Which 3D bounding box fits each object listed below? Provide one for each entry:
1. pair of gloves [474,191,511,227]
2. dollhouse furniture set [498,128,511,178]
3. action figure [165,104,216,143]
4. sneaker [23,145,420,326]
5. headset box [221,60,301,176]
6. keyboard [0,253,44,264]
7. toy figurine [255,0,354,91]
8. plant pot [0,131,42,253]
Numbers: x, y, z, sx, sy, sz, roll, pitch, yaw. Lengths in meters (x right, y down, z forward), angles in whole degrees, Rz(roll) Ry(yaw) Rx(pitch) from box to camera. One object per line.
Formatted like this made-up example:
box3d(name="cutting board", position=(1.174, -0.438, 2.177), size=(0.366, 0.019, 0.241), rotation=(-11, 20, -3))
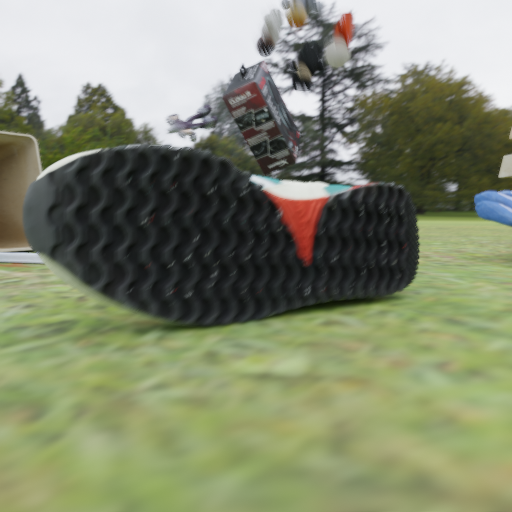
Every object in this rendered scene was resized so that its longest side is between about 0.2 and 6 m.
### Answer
box3d(name="pair of gloves", position=(5.402, -0.449, 8.439), size=(3.806, 0.434, 3.060), rotation=(0, 23, -15))
box3d(name="dollhouse furniture set", position=(5.589, -1.253, 9.747), size=(2.076, 2.369, 1.574), rotation=(13, 4, -4))
box3d(name="action figure", position=(-1.399, -2.756, 11.810), size=(1.223, 0.796, 0.424), rotation=(-31, -9, -36))
box3d(name="sneaker", position=(-0.246, -0.104, 4.705), size=(3.433, 1.209, 1.605), rotation=(0, -3, -36))
box3d(name="headset box", position=(0.137, -3.480, 13.631), size=(0.939, 2.430, 1.809), rotation=(-19, 28, 20))
box3d(name="keyboard", position=(-3.119, 0.047, 8.663), size=(3.199, 0.171, 0.900), rotation=(2, 0, 16))
box3d(name="toy figurine", position=(0.497, -2.266, 5.859), size=(0.886, 0.626, 0.900), rotation=(32, -28, -27))
box3d(name="plant pot", position=(-5.537, -1.022, 10.532), size=(1.999, 2.258, 2.255), rotation=(-11, -1, 28))
